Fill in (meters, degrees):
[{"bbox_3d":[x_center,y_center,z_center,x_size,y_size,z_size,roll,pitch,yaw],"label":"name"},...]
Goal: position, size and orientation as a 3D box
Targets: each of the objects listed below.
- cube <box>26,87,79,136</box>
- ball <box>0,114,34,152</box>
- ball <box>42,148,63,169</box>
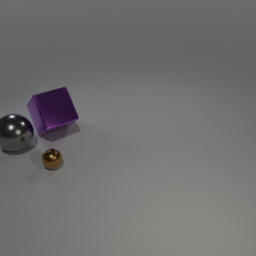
[{"bbox_3d":[-3.041,-0.648,11.248,1.400,1.400,1.400,-22,0,-32],"label":"cube"},{"bbox_3d":[-4.221,0.174,10.367,1.400,1.400,1.400,0,31,0],"label":"ball"},{"bbox_3d":[-2.591,1.050,9.593,0.700,0.700,0.700,0,31,0],"label":"ball"}]
